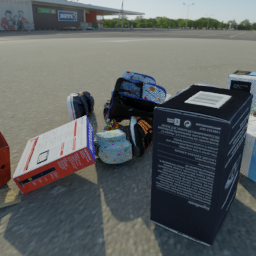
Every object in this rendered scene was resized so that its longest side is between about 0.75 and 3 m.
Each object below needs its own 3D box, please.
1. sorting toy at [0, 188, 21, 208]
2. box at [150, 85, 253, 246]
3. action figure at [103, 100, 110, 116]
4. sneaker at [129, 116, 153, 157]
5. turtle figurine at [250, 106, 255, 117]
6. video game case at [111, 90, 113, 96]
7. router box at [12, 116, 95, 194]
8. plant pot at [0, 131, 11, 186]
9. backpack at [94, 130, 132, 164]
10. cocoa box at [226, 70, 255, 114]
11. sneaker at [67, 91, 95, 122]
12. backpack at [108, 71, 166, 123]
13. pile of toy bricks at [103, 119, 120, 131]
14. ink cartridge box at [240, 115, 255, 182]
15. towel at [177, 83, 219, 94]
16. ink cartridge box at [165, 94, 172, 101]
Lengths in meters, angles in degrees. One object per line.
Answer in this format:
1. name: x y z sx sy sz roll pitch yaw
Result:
1. sorting toy: -3.355 1.861 7.260 0.923 0.124 0.688 -8 26 -44
2. box: 1.683 0.709 6.481 1.535 2.942 2.177 14 26 30
3. action figure: -0.770 -1.034 13.719 0.983 0.524 1.510 -2 19 14
4. sneaker: 0.669 0.188 10.239 1.217 0.946 2.705 -2 21 2
5. turtle figurine: 4.246 0.057 9.664 1.179 1.589 1.639 6 20 9
6. video game case: 0.227 -1.992 16.012 1.792 0.407 1.624 17 28 34
7. router box: -2.141 0.688 8.566 2.192 0.597 2.443 -23 24 2
8. plant pot: -4.317 0.895 7.737 1.669 1.894 1.892 27 33 24
9. backpack: -0.473 0.622 9.201 1.138 0.992 1.294 -8 25 -26
10. cocoa box: 6.225 -1.624 13.350 2.707 1.805 1.776 14 27 29
11. sneaker: -2.149 -1.100 13.007 1.148 1.134 2.892 -8 22 -3
12. backpack: 0.446 -1.143 11.804 2.305 1.864 2.420 17 -22 -4
13. pile of toy bricks: -0.519 0.089 11.052 0.675 0.758 1.367 24 1 -14
14. ink cartridge box: 3.892 0.531 8.912 1.384 1.348 2.153 -10 25 -24
15. towel: 4.268 -2.069 16.356 1.930 0.313 2.627 22 33 37
16. ink cartridge box: 0.975 -1.193 13.590 1.997 0.762 1.363 12 32 23
